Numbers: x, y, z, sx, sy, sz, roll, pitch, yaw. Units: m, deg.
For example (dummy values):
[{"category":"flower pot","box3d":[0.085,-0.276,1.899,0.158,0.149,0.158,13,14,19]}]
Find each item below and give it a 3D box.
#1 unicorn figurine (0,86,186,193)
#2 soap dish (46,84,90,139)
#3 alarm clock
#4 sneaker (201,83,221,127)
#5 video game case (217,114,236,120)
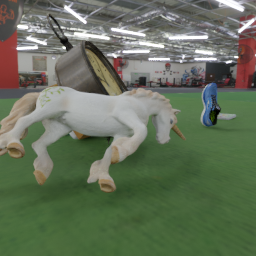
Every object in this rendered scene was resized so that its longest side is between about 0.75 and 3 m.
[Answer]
[{"category":"unicorn figurine","box3d":[-0.338,-0.038,3.922,2.859,1.056,1.964,19,39,-2]},{"category":"soap dish","box3d":[-0.985,-0.553,7.132,0.756,1.464,1.860,-37,-9,26]},{"category":"alarm clock","box3d":[-0.793,-0.975,5.644,0.952,2.859,1.929,-28,15,13]},{"category":"sneaker","box3d":[2.478,-0.671,8.113,0.504,1.282,0.572,-1,5,-22]},{"category":"video game case","box3d":[3.435,-0.437,10.414,0.897,0.109,0.985,6,12,34]}]
